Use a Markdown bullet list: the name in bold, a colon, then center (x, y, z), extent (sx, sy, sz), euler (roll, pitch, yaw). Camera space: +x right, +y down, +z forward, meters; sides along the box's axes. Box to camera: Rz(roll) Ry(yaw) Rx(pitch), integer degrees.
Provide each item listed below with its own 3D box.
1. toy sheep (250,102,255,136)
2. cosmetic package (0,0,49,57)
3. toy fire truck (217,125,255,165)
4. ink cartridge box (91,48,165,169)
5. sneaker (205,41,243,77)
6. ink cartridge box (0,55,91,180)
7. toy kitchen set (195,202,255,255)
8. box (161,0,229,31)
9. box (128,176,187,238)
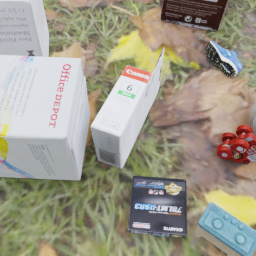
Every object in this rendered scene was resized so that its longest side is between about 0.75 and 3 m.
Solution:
- **toy sheep**: center (3.730, -0.150, 6.509), extent (1.666, 1.666, 2.417), euler (3, 42, 2)
- **cosmetic package**: center (-3.431, -2.875, 7.639), extent (2.147, 2.604, 2.149), euler (-5, 57, -8)
- **toy fire truck**: center (2.651, 0.507, 6.487), extent (0.901, 1.072, 0.601), euler (39, 53, -9)
- **ink cartridge box**: center (0.080, -0.597, 6.850), extent (0.711, 1.540, 2.826), euler (19, 59, 12)
- **sneaker**: center (2.923, -2.144, 8.527), extent (0.616, 0.542, 1.381), euler (-28, 69, -25)
- **ink cartridge box**: center (-2.409, -0.184, 6.259), extent (2.867, 2.073, 2.083), euler (3, 57, 2)
- **toy kitchen set**: center (2.968, 1.457, 5.493), extent (2.163, 1.590, 2.700), euler (33, 62, 19)
- **box**: center (2.454, -5.026, 9.399), extent (2.097, 2.075, 2.527), euler (15, 58, 9)
- **box**: center (0.658, 1.692, 6.120), extent (1.231, 0.306, 1.222), euler (5, 56, 4)
